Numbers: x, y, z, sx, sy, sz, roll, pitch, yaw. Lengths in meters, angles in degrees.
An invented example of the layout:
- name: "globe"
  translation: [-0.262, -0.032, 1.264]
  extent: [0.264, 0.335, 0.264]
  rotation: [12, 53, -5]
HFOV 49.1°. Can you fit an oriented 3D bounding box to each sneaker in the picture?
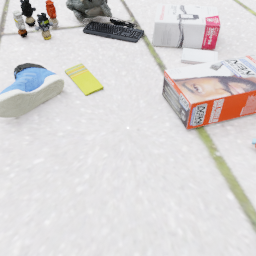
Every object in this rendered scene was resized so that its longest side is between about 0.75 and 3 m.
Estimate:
- name: "sneaker"
  translation: [-3.048, -1.152, 7.944]
  extent: [1.240, 0.856, 2.230]
  rotation: [36, 51, 23]

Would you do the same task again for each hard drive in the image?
- name: "hard drive"
  translation: [2.502, -2.483, 9.796]
  extent: [1.224, 0.163, 0.807]
  rotation: [9, 46, 10]

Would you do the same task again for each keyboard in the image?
- name: "keyboard"
  translation: [-0.545, -4.042, 11.151]
  extent: [2.383, 0.472, 1.240]
  rotation: [15, 47, 14]

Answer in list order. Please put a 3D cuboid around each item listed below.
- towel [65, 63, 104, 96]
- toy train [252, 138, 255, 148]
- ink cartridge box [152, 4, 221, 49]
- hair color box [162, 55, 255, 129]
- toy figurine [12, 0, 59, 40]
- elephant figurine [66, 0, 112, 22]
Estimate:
- name: "towel"
  translation: [-1.413, -1.553, 8.910]
  extent: [0.663, 0.139, 1.541]
  rotation: [-28, 52, -19]
- name: "toy train"
  translation: [3.715, 0.369, 6.837]
  extent: [1.317, 0.366, 0.989]
  rotation: [12, 48, 16]
- name: "ink cartridge box"
  translation: [2.145, -3.856, 10.579]
  extent: [2.340, 0.976, 1.700]
  rotation: [6, 45, 6]
- name: "hair color box"
  translation: [2.647, -1.091, 7.821]
  extent: [2.966, 0.948, 1.645]
  rotation: [-14, 45, -13]
- name: "toy figurine"
  translation: [-3.587, -4.218, 10.962]
  extent: [1.564, 1.088, 1.540]
  rotation: [4, 51, 1]
- name: "elephant figurine"
  translation: [-1.299, -5.052, 10.903]
  extent: [2.018, 1.840, 2.601]
  rotation: [-41, 31, -16]
